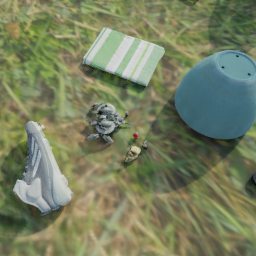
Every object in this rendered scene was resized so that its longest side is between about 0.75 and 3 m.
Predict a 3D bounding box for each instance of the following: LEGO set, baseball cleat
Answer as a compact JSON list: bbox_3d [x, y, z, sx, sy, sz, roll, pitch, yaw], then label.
[{"bbox_3d":[-0.345,-0.056,7.613,2.083,0.590,1.353,30,64,16],"label":"LEGO set"},{"bbox_3d":[-2.331,0.934,6.901,1.300,0.852,2.443,-26,63,-14],"label":"baseball cleat"}]

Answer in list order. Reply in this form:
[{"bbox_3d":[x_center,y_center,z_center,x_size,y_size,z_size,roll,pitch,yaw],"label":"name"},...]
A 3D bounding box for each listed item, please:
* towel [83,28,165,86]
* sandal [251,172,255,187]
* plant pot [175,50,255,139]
[{"bbox_3d":[-0.129,-2.356,9.131,2.280,0.267,1.739,22,63,11],"label":"towel"},{"bbox_3d":[3.965,1.051,7.076,1.732,0.414,0.651,-24,63,-14],"label":"sandal"},{"bbox_3d":[2.581,-1.110,7.491,2.350,1.582,2.350,3,55,-5],"label":"plant pot"}]
